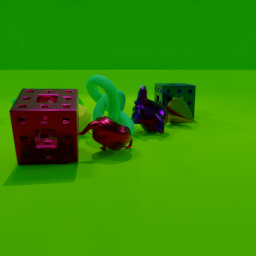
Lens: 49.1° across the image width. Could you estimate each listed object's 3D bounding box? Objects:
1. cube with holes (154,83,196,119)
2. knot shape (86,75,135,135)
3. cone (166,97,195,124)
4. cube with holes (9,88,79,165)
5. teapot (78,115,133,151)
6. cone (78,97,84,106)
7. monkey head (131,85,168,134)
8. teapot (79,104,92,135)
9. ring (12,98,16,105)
[{"bbox_3d":[1.710,-1.025,10.491,1.219,1.219,1.219,-2,13,-8],"label":"cube with holes"},{"bbox_3d":[-0.448,-0.513,7.804,0.869,1.881,1.760,-22,-6,9],"label":"knot shape"},{"bbox_3d":[1.802,-0.368,8.890,0.931,0.931,0.935,-9,31,-33],"label":"cone"},{"bbox_3d":[-1.626,-0.063,5.796,1.176,1.176,1.176,-1,28,-8],"label":"cube with holes"},{"bbox_3d":[-0.447,0.157,6.229,1.483,0.726,0.922,22,7,-37],"label":"teapot"},{"bbox_3d":[-2.197,-0.983,9.677,1.121,1.121,1.126,-5,41,-20],"label":"cone"},{"bbox_3d":[0.676,-0.529,8.071,1.071,1.279,1.778,10,26,-2],"label":"monkey head"},{"bbox_3d":[-1.587,-0.206,7.893,1.584,0.776,0.985,24,41,20],"label":"teapot"},{"bbox_3d":[-3.751,-0.814,10.566,1.217,0.243,1.217,7,-17,2],"label":"ring"}]
